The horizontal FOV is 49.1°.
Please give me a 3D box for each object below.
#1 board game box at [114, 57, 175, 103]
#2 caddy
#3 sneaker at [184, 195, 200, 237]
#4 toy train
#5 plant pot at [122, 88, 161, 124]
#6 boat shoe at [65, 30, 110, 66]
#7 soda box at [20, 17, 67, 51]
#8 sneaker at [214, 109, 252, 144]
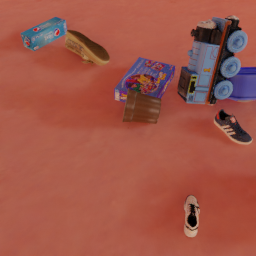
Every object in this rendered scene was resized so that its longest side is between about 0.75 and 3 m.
[{"bbox_3d":[0.626,-1.610,9.790,1.442,0.480,2.145,18,48,17],"label":"board game box"},{"bbox_3d":[3.900,-1.363,9.200,2.009,1.055,1.421,-2,22,-1],"label":"caddy"},{"bbox_3d":[1.475,1.932,6.365,0.369,0.401,1.001,4,44,6],"label":"sneaker"},{"bbox_3d":[2.415,-1.930,8.252,1.522,2.663,1.154,1,28,-13],"label":"toy train"},{"bbox_3d":[0.425,-0.593,8.494,1.046,1.056,1.056,11,46,-1],"label":"plant pot"},{"bbox_3d":[-1.651,-3.063,11.151,0.917,0.784,2.502,-8,42,-45],"label":"boat shoe"},{"bbox_3d":[-3.588,-4.121,12.161,0.679,0.643,2.003,28,51,25],"label":"soda box"},{"bbox_3d":[3.091,-0.067,8.219,0.496,0.559,1.324,-28,52,-25],"label":"sneaker"}]
